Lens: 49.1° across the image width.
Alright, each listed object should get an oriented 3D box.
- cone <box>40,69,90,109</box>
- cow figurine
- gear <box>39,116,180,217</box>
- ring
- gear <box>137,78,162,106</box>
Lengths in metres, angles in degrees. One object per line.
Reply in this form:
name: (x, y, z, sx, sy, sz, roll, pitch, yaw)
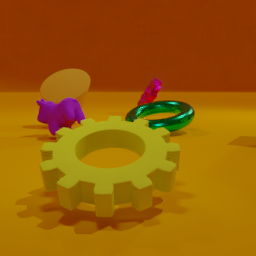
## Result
cone: (-1.579, -0.710, 7.949, 1.366, 1.371, 1.366, -5, 49, 6)
cow figurine: (-1.420, -0.337, 5.796, 1.104, 1.086, 0.606, -39, -33, 28)
gear: (-0.157, 0.262, 2.549, 1.214, 0.225, 1.214, -1, 29, 0)
ring: (0.750, -0.287, 6.721, 1.675, 0.335, 1.675, -8, 21, 3)
gear: (0.815, -1.264, 11.100, 0.277, 1.499, 1.499, 30, 3, -11)
